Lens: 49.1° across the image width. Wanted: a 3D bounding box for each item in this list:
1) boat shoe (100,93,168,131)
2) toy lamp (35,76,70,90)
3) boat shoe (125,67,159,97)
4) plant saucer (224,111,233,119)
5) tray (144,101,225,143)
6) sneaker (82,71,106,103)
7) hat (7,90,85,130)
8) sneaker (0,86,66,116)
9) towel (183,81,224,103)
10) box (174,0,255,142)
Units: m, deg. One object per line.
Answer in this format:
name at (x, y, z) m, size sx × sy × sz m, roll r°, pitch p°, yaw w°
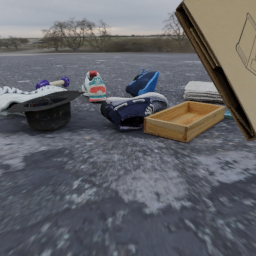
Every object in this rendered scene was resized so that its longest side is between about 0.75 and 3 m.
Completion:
boat shoe at (0.443, -0.430, 8.446) m, size 2.394 × 0.894 × 1.110 m, roll -10°, pitch 37°, yaw -30°
toy lamp at (-3.715, -2.168, 13.824) m, size 0.628 × 0.628 × 2.156 m, roll 7°, pitch 20°, yaw 21°
boat shoe at (0.703, -2.122, 12.617) m, size 1.021 × 1.252 × 2.975 m, roll 16°, pitch 19°, yaw 12°
plant saucer at (3.179, -0.462, 9.376) m, size 1.561 × 0.148 × 0.546 m, roll 8°, pitch 20°, yaw 27°
tray at (1.742, -0.265, 8.243) m, size 1.301 × 0.488 × 2.637 m, roll 14°, pitch 23°, yaw 35°
sneaker at (-1.452, -1.888, 12.031) m, size 0.893 × 1.186 × 2.538 m, roll -6°, pitch 19°, yaw -15°
hat at (-2.232, -0.435, 8.090) m, size 2.237 × 0.902 × 2.237 m, roll -11°, pitch 16°, yaw 3°
sneaker at (-3.164, -0.839, 9.581) m, size 2.531 × 0.951 × 1.026 m, roll -7°, pitch 37°, yaw -21°
towel at (3.540, -1.619, 12.375) m, size 1.957 × 0.509 × 2.953 m, roll 7°, pitch 19°, yaw 17°
box at (2.287, -1.264, 4.872) m, size 2.807 × 2.294 × 0.299 m, roll -23°, pitch -7°, yaw -37°
